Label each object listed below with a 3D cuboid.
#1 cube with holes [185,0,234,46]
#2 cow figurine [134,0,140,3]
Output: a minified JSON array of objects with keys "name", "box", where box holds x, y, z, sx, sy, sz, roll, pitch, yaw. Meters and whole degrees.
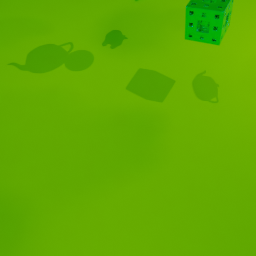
[{"name":"cube with holes","box":[1.912,-2.633,6.624,0.860,0.860,0.860,18,57,22]},{"name":"cow figurine","box":[0.532,-4.072,7.789,0.589,1.072,1.055,41,92,-18]}]
